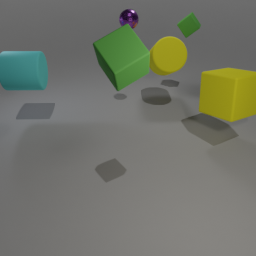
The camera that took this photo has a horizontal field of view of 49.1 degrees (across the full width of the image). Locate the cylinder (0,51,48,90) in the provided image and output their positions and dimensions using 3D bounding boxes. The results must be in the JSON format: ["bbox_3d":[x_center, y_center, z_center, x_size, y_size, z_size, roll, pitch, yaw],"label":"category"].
[{"bbox_3d":[-3.802,-2.086,10.266,1.400,1.400,1.400,-1,31,-2],"label":"cylinder"}]

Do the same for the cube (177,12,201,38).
[{"bbox_3d":[2.634,-4.431,12.049,0.700,0.700,0.700,-31,15,32],"label":"cube"}]

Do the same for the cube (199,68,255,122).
[{"bbox_3d":[3.382,-1.155,9.313,1.400,1.400,1.400,-14,25,-31],"label":"cube"}]

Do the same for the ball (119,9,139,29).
[{"bbox_3d":[0.033,-3.872,9.996,0.700,0.700,0.700,0,31,0],"label":"ball"}]

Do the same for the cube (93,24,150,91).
[{"bbox_3d":[-0.098,-1.209,4.891,0.700,0.700,0.700,-32,75,-6],"label":"cube"}]

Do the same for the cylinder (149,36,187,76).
[{"bbox_3d":[1.598,-2.943,11.649,1.400,1.400,1.400,-2,6,-4],"label":"cylinder"}]
